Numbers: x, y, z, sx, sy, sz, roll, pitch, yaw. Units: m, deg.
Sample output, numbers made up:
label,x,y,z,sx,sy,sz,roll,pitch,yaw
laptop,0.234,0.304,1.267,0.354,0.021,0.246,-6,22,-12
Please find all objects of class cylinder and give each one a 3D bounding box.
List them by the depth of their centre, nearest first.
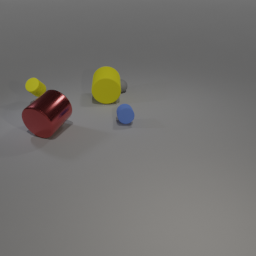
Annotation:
label,x,y,z,sx,sy,sz,roll,pitch,yaw
cylinder,-3.120,-0.561,10.897,1.400,1.400,1.400,11,40,20
cylinder,-0.114,-0.604,11.782,0.700,0.700,0.700,-3,19,-5
cylinder,-4.319,-1.902,13.143,0.700,0.700,0.700,9,-12,16
cylinder,-1.062,-2.123,13.795,1.400,1.400,1.400,-1,34,-3

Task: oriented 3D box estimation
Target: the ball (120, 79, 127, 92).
label,x,y,z,sx,sy,sz,roll,pitch,yaw
ball,-0.377,-2.253,14.955,0.700,0.700,0.700,0,29,0
